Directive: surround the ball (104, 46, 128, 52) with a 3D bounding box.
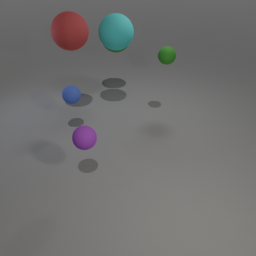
[{"bbox_3d":[-0.569,-4.285,13.195,1.400,1.400,1.400,0,31,0],"label":"ball"}]

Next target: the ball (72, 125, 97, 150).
[{"bbox_3d":[-1.234,0.277,7.952,0.700,0.700,0.700,0,31,0],"label":"ball"}]

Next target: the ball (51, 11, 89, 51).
[{"bbox_3d":[-2.172,-3.615,10.472,1.400,1.400,1.400,0,31,0],"label":"ball"}]

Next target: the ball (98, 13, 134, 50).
[{"bbox_3d":[-0.476,-3.819,11.159,1.400,1.400,1.400,0,31,0],"label":"ball"}]

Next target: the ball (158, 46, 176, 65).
[{"bbox_3d":[1.523,-2.831,10.944,0.700,0.700,0.700,0,31,0],"label":"ball"}]

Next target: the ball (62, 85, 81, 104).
[{"bbox_3d":[-2.113,-1.246,10.479,0.700,0.700,0.700,0,31,0],"label":"ball"}]
